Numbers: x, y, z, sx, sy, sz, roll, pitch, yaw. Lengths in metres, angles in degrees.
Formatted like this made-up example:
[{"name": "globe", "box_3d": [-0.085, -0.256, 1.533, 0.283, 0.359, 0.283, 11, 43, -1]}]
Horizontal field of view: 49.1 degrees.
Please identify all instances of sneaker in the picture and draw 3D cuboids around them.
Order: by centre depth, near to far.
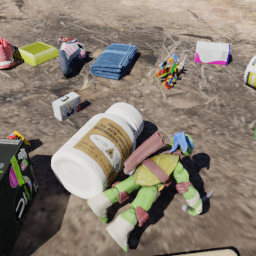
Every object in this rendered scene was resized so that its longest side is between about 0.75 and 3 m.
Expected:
[{"name": "sneaker", "box_3d": [-2.613, -3.413, 13.334, 1.176, 1.006, 2.867, -6, 41, -2]}, {"name": "sneaker", "box_3d": [-6.237, -4.061, 13.912, 1.086, 1.278, 2.947, -15, 41, -18]}]

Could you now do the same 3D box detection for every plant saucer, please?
[{"name": "plant saucer", "box_3d": [-4.670, -3.949, 14.442, 1.816, 0.435, 1.818, 27, 46, 29]}]

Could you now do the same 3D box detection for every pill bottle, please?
[{"name": "pill bottle", "box_3d": [-0.692, 0.501, 8.033, 1.614, 1.614, 2.822, 18, 43, 21]}, {"name": "pill bottle", "box_3d": [6.150, -1.971, 11.226, 1.426, 1.426, 2.546, -29, 48, -31]}]

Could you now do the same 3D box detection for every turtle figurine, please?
[{"name": "turtle figurine", "box_3d": [0.677, 1.626, 7.104, 2.897, 2.988, 2.150, -39, 76, -12]}]

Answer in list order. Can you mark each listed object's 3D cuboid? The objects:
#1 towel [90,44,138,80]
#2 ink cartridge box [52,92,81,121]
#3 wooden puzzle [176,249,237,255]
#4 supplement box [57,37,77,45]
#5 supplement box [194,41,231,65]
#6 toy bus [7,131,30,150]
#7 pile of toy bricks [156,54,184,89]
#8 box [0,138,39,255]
[{"name": "towel", "box_3d": [-0.644, -3.339, 13.495, 1.580, 0.687, 2.831, 10, 41, 13]}, {"name": "ink cartridge box", "box_3d": [-2.252, -0.800, 10.378, 0.396, 0.697, 0.957, 30, 49, 30]}, {"name": "wooden puzzle", "box_3d": [1.235, 3.775, 4.998, 2.599, 0.523, 2.809, -4, 44, -6]}, {"name": "supplement box", "box_3d": [-3.372, -4.780, 15.565, 0.996, 0.303, 0.542, 11, 41, 15]}, {"name": "supplement box", "box_3d": [4.149, -3.705, 13.850, 1.594, 0.807, 0.824, 8, 40, 10]}, {"name": "toy bus", "box_3d": [-3.535, 0.506, 8.583, 0.563, 0.797, 0.830, 37, 68, 17]}, {"name": "pile of toy bricks", "box_3d": [1.671, -2.507, 12.486, 0.916, 1.029, 1.855, -18, 33, 46]}, {"name": "box", "box_3d": [-3.342, 1.711, 6.350, 1.586, 1.895, 2.551, 4, 39, 4]}]
